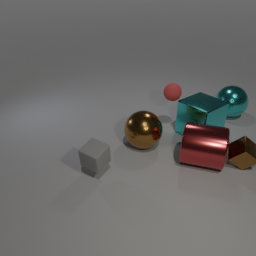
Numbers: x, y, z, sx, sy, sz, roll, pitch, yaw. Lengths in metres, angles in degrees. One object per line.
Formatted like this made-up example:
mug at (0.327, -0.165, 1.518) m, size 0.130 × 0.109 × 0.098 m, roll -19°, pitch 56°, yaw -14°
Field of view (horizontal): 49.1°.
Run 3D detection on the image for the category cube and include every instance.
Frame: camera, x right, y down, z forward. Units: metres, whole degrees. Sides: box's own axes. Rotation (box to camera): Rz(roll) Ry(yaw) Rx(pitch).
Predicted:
cube at (3.784, 0.818, 9.158) m, size 0.700 × 0.700 × 0.700 m, roll 34°, pitch 47°, yaw -18°
cube at (2.876, -0.420, 11.029) m, size 1.400 × 1.400 × 1.400 m, roll -22°, pitch 37°, yaw -33°
cube at (-1.017, 0.855, 8.662) m, size 0.700 × 0.700 × 0.700 m, roll 21°, pitch 45°, yaw 25°

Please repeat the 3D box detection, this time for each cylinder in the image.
cylinder at (2.521, 0.578, 9.282) m, size 1.400 × 1.400 × 1.400 m, roll 9°, pitch 31°, yaw 15°

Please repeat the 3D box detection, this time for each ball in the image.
ball at (4.561, -1.171, 12.353) m, size 1.400 × 1.400 × 1.400 m, roll 0°, pitch 30°, yaw 0°
ball at (0.560, 0.063, 10.176) m, size 1.400 × 1.400 × 1.400 m, roll 0°, pitch 30°, yaw 0°
ball at (1.729, -1.389, 10.842) m, size 0.700 × 0.700 × 0.700 m, roll 0°, pitch 30°, yaw 0°
